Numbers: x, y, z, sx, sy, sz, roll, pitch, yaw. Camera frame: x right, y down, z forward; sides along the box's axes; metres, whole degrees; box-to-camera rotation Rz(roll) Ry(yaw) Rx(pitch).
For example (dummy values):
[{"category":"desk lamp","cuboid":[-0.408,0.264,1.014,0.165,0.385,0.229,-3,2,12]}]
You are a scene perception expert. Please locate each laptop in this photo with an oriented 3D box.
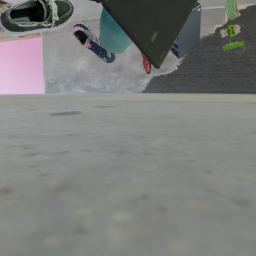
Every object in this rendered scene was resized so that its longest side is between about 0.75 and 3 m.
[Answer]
[{"category":"laptop","cuboid":[-0.081,-2.652,5.178,2.392,2.240,1.386,42,-22,-33]}]

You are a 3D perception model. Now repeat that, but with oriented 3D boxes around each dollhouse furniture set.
[{"category":"dollhouse furniture set","cuboid":[3.614,-3.723,10.081,0.669,1.733,0.866,-15,10,6]}]

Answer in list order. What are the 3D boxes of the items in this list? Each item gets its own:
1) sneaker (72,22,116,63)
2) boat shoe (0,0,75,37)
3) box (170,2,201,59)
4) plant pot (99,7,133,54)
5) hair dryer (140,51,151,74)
[{"category":"sneaker","cuboid":[-1.432,-3.317,11.367,0.735,2.096,0.860,-41,17,35]},{"category":"boat shoe","cuboid":[-2.703,-3.731,8.953,0.982,1.061,2.875,-11,14,47]},{"category":"box","cuboid":[1.623,-3.855,10.016,1.033,1.807,1.984,-36,-27,-4]},{"category":"plant pot","cuboid":[-0.302,-3.536,9.851,1.641,1.641,1.542,-5,-31,-31]},{"category":"hair dryer","cuboid":[0.628,-2.743,11.096,0.346,1.275,0.971,-16,10,26]}]
